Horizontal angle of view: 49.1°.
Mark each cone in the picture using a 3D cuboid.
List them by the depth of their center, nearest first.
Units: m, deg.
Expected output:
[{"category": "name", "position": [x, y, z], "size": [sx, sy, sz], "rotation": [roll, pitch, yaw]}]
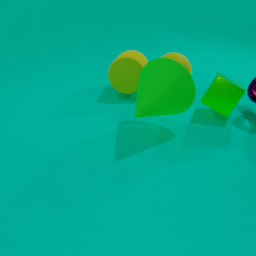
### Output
[{"category": "cone", "position": [0.591, -0.666, 6.933], "size": [1.643, 1.643, 1.649], "rotation": [19, 41, 26]}]

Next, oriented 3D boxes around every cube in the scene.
[{"category": "cube", "position": [2.783, -1.005, 8.257], "size": [0.899, 0.899, 0.899], "rotation": [31, 25, 7]}]

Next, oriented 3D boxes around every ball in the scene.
[{"category": "ball", "position": [1.435, -1.815, 9.005], "size": [1.176, 1.176, 1.176], "rotation": [0, 34, 0]}]

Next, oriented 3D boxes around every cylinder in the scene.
[{"category": "cylinder", "position": [0.045, -1.904, 9.453], "size": [1.226, 1.226, 1.226], "rotation": [5, 26, 8]}]

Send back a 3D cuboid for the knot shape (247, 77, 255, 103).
[{"category": "knot shape", "position": [4.130, -1.116, 8.117], "size": [0.803, 1.737, 1.625], "rotation": [-10, 32, -6]}]
